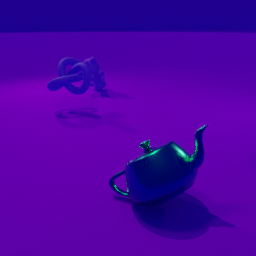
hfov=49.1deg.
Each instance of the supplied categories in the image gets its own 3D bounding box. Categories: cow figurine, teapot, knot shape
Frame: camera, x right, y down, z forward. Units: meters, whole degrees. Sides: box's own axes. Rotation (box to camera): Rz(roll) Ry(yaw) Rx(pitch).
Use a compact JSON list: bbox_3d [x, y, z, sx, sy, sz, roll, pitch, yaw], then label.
[{"bbox_3d":[-1.404,-2.258,11.677,0.768,1.399,1.376,-29,11,-7],"label":"cow figurine"},{"bbox_3d":[0.512,0.605,4.417,1.897,0.929,1.179,-28,-4,20],"label":"teapot"},{"bbox_3d":[-1.763,-1.653,9.106,1.484,0.733,1.586,20,60,34],"label":"knot shape"}]
